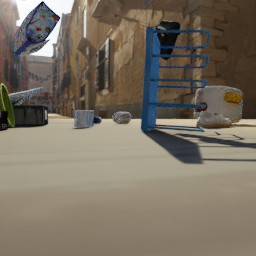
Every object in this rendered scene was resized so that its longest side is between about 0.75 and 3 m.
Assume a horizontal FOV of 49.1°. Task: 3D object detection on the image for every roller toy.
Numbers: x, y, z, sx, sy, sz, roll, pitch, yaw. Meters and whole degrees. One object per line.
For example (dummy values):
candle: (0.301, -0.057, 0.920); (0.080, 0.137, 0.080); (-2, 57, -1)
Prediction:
roller toy: (5.013, -1.339, 15.586); (2.536, 1.943, 2.780); (5, -3, 23)

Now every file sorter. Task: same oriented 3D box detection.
file sorter: (1.426, -1.296, 8.235); (1.708, 2.784, 1.932); (3, 3, 12)

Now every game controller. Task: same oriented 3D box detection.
game controller: (1.535, -3.730, 11.726); (0.594, 1.471, 2.820); (6, 22, -8)

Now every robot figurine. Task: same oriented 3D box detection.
robot figurine: (-0.315, -0.585, 16.202); (1.205, 0.680, 1.022); (-1, -22, -32)

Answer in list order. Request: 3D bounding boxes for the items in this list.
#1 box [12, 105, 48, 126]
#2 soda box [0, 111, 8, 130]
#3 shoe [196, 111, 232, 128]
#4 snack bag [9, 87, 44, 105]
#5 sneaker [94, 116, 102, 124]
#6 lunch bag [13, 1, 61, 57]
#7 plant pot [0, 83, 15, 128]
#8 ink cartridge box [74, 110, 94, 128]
box: (-4.442, -0.541, 12.296); (1.665, 0.892, 1.236); (0, 2, -7)
soda box: (-4.458, -0.213, 8.026); (1.842, 0.583, 0.652); (-2, 3, -29)
shoe: (3.359, -0.327, 10.711); (0.776, 0.592, 2.219); (2, 3, 43)
snack bag: (-5.491, -1.025, 12.285); (2.888, 0.309, 2.723); (-24, 5, 25)
sneaker: (-2.197, -0.476, 15.187); (1.404, 0.539, 0.781); (8, -3, 25)
lunch bag: (-3.540, -3.568, 10.571); (1.113, 1.798, 1.529); (37, -31, -30)
plant pot: (-5.049, -0.646, 9.951); (1.548, 1.630, 1.630); (-13, 5, -11)
ink cartridge box: (-1.627, -0.339, 10.481); (0.371, 0.645, 1.113); (2, 3, 12)
